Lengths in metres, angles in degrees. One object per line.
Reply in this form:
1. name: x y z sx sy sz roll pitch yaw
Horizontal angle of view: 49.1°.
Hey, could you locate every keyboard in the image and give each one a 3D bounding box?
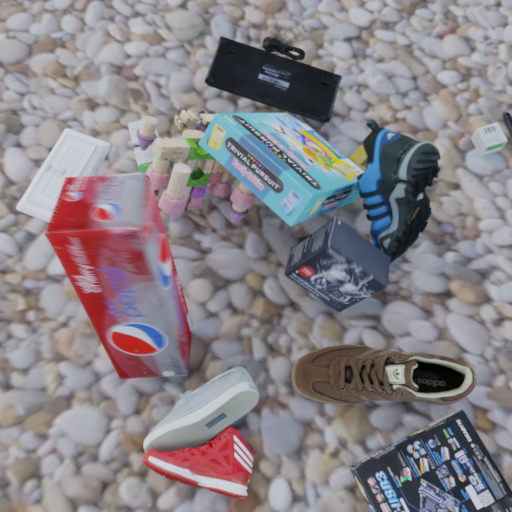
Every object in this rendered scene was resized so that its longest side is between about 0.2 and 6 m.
1. keyboard: 0.429 -3.934 12.132 2.791 0.358 1.676 18 74 -3

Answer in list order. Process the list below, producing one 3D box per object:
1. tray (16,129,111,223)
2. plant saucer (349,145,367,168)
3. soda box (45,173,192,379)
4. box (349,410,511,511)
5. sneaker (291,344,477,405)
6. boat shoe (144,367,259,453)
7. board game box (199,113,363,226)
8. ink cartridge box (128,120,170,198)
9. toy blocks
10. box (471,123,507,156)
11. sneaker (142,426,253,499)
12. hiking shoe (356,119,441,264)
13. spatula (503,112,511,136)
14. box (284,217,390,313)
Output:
1. tray: -4.150 -1.759 12.064 1.184 0.244 2.205 20 70 9
2. plant saucer: 2.399 -1.893 10.671 0.901 0.901 0.218 18 55 -24
3. soda box: -2.027 0.504 9.147 1.346 3.845 1.219 -3 47 3
4. box: 3.150 4.194 9.604 2.282 0.571 2.299 -25 71 -9
5. sneaker: 2.279 2.062 10.065 3.240 1.224 1.141 1 69 0
6. boat shoe: -1.017 2.784 10.062 2.289 0.799 0.815 -32 37 4
7. board game box: 0.695 -1.805 10.790 2.297 3.042 0.714 43 119 14
8. ink cartridge box: -2.204 -2.031 11.754 0.574 1.014 1.383 -16 71 -7
9. toy blocks: -1.393 -1.528 11.366 2.149 1.936 2.300 -9 47 -36
10. box: 5.087 -2.544 12.258 0.502 0.432 0.504 -17 72 -7
11. sneaker: -0.956 3.483 9.897 1.902 0.745 1.099 21 61 -5
12. hiking shoe: 2.493 -1.078 10.428 1.132 3.043 1.319 -32 56 -25
13. spatula: 5.856 -2.434 12.352 0.500 0.182 1.770 -16 70 -6
14. box: 1.479 0.195 10.229 1.407 1.281 0.733 34 47 -17
